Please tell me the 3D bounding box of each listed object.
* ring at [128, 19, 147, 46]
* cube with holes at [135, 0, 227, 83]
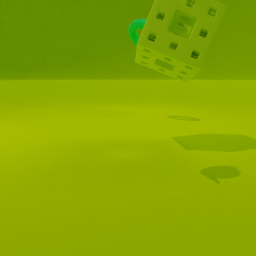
[{"bbox_3d":[0.703,-3.126,9.713,1.537,0.307,1.537,28,-17,9],"label":"ring"},{"bbox_3d":[1.057,-1.996,6.135,1.360,1.360,1.360,22,-2,0],"label":"cube with holes"}]
